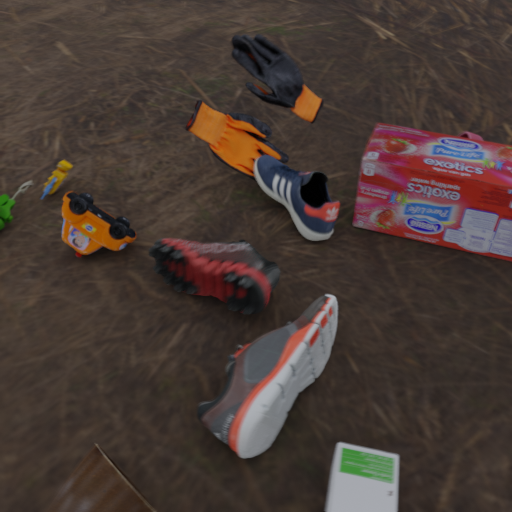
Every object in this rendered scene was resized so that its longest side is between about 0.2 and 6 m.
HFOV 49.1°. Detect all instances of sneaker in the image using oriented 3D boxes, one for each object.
[{"bbox_3d":[0.202,1.450,8.105,1.197,1.126,2.923,18,43,29],"label":"sneaker"},{"bbox_3d":[-0.668,0.183,9.661,2.487,0.879,1.215,18,34,27],"label":"sneaker"},{"bbox_3d":[0.851,-1.441,11.130,0.910,1.025,2.427,-17,54,-34],"label":"sneaker"}]

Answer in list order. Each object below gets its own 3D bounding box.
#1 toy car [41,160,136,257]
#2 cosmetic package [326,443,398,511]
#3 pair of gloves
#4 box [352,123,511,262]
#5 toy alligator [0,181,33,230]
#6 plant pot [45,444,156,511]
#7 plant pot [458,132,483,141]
[{"bbox_3d":[-3.434,-0.816,11.192,1.042,1.536,3.132,-55,32,5],"label":"toy car"},{"bbox_3d":[1.213,3.058,6.560,0.790,0.623,1.468,9,40,7],"label":"cosmetic package"},{"bbox_3d":[0.093,-3.114,12.028,0.360,2.595,2.913,2,63,60],"label":"pair of gloves"},{"bbox_3d":[3.646,-1.265,10.782,3.251,1.621,1.552,13,43,15],"label":"box"},{"bbox_3d":[-5.144,-0.750,11.031,0.601,0.657,2.217,52,51,-6],"label":"toy alligator"},{"bbox_3d":[-1.940,2.994,6.444,1.084,1.084,1.159,33,64,32],"label":"plant pot"},{"bbox_3d":[4.730,-1.903,11.965,1.091,1.219,1.219,17,41,-5],"label":"plant pot"}]
